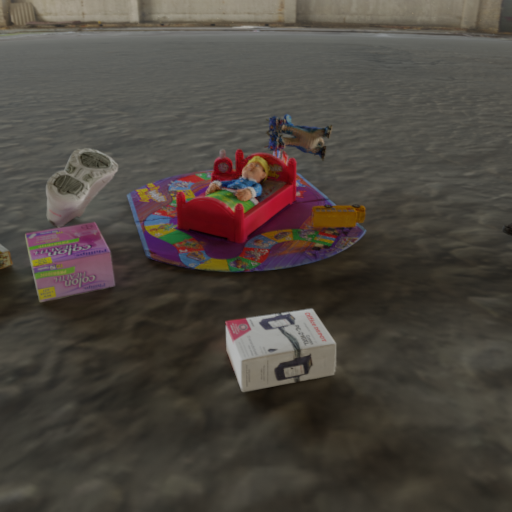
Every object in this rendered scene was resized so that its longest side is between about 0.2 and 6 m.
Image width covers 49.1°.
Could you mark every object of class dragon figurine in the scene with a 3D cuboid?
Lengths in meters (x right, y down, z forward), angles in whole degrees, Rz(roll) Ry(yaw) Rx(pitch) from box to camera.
[{"bbox_3d":[1.059,-3.058,14.323,1.600,0.947,3.219,14,14,4],"label":"dragon figurine"}]

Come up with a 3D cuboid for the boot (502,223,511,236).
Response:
[{"bbox_3d":[5.857,-0.381,10.398,1.928,0.668,1.679,-6,28,-6],"label":"boot"}]

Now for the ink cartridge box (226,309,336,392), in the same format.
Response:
[{"bbox_3d":[0.311,1.219,7.411,1.268,0.535,0.918,-7,28,-14],"label":"ink cartridge box"}]

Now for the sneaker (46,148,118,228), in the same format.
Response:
[{"bbox_3d":[-3.775,-1.426,11.827,0.927,1.182,2.378,32,35,-3],"label":"sneaker"}]

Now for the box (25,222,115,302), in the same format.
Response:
[{"bbox_3d":[-3.185,0.060,9.527,1.215,0.668,1.381,-12,30,-22],"label":"box"}]

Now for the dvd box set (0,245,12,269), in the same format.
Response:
[{"bbox_3d":[-5.703,0.151,9.711,1.660,0.333,2.268,25,36,38],"label":"dvd box set"}]

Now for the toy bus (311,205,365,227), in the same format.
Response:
[{"bbox_3d":[1.673,-0.804,11.367,1.093,0.356,0.428,0,28,-4],"label":"toy bus"}]

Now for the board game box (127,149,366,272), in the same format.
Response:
[{"bbox_3d":[-0.424,-1.444,12.015,4.410,1.087,5.582,-8,28,-15],"label":"board game box"}]
